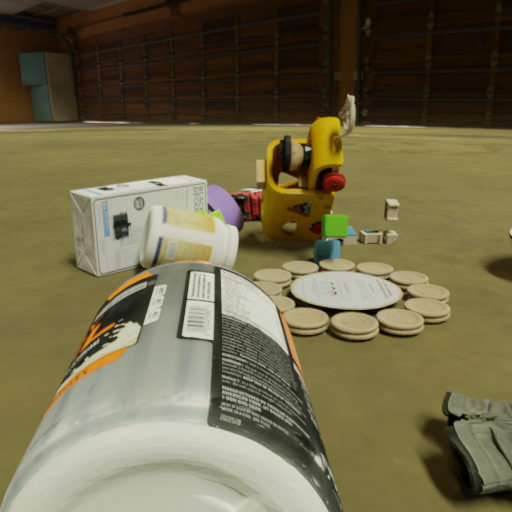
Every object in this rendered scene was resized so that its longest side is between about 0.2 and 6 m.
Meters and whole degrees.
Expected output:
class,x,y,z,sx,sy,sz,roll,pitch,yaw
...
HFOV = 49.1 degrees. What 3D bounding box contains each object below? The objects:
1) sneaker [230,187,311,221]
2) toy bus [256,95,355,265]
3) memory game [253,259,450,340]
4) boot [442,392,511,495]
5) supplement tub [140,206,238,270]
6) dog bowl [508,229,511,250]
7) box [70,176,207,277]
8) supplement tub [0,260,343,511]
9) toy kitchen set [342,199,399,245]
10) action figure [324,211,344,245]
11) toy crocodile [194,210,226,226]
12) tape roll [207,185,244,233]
class,x,y,z,sx,sy,sz,roll,pitch,yaw
sneaker,0.306,-1.297,13.808,2.221,0.785,1.085,0,19,5
toy bus,0.767,-1.500,10.681,1.547,2.995,2.826,0,15,-3
memory game,1.351,0.580,8.597,3.192,0.203,3.192,0,16,0
boot,2.326,1.700,4.183,1.553,0.805,2.377,-5,10,5
supplement tub,-1.128,-0.198,9.372,1.463,1.056,1.056,11,13,-18
dog bowl,5.339,0.025,9.512,2.013,0.742,2.013,-1,17,0
box,-2.079,-0.632,10.446,2.512,1.465,0.755,-15,22,-43
supplement tub,-0.502,1.118,4.045,1.783,1.783,2.910,-1,16,-4
toy kitchen set,2.355,-0.751,11.791,1.134,0.909,0.668,0,18,-1
action figure,1.519,-0.604,11.532,0.633,0.850,0.570,-17,-11,-13
toy crocodile,-1.290,-0.319,10.378,0.590,0.645,1.910,-7,25,48
tape roll,-0.815,-0.860,11.598,0.487,1.146,1.146,-38,33,-24
